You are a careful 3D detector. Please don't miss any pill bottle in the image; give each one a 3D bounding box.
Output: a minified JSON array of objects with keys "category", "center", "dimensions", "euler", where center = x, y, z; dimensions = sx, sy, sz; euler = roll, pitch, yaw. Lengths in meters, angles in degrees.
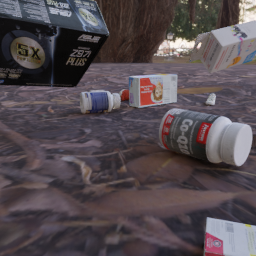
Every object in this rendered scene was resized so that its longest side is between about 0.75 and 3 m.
[{"category":"pill bottle","center":[-1.084,-1.007,10.883],"dimensions":[1.476,0.819,0.819],"euler":[-5,17,-17]},{"category":"pill bottle","center":[1.704,0.187,6.304],"dimensions":[1.819,1.036,1.036],"euler":[15,21,43]}]

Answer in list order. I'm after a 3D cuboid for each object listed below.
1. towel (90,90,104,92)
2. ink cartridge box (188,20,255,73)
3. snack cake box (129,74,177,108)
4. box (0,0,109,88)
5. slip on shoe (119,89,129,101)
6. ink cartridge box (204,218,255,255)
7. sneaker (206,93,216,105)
[{"category":"towel","center":[-1.655,-1.913,15.166],"dimensions":[0.781,0.203,1.178],"euler":[-3,16,-13]},{"category":"ink cartridge box","center":[2.805,-2.254,7.967],"dimensions":[1.912,1.101,0.649],"euler":[-18,62,-13]},{"category":"snack cake box","center":[1.140,-1.681,12.397],"dimensions":[2.225,1.279,0.747],"euler":[-11,18,-34]},{"category":"box","center":[-2.420,-2.301,7.448],"dimensions":[2.965,1.277,2.428],"euler":[-3,-27,-37]},{"category":"slip on shoe","center":[0.009,-1.578,13.491],"dimensions":[0.450,0.545,1.471],"euler":[14,16,28]},{"category":"ink cartridge box","center":[1.330,1.423,3.190],"dimensions":[0.891,0.372,0.647],"euler":[5,17,17]},{"category":"sneaker","center":[3.741,-1.314,12.638],"dimensions":[0.389,0.452,1.068],"euler":[7,19,18]}]
